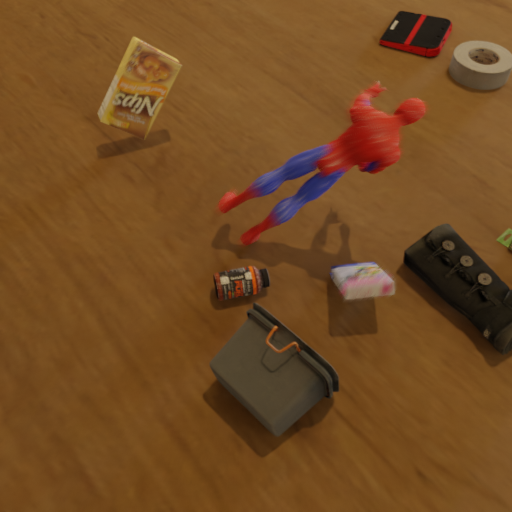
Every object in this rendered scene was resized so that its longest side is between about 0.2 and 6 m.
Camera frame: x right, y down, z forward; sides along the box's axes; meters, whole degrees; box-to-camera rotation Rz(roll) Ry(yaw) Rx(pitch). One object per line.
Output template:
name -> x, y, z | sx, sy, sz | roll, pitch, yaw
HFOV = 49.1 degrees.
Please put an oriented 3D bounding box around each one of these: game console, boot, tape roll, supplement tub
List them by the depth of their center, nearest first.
supplement tub -> -0.223, 0.411, 8.749 | 0.844, 0.451, 0.451 | -11, 52, -8
boot -> 3.628, 0.288, 8.756 | 1.768, 0.704, 2.145 | -24, 50, -21
tape roll -> 5.058, -4.302, 12.603 | 1.320, 0.436, 1.320 | 0, 50, 0
game console -> 3.928, -5.437, 13.691 | 1.442, 0.253, 1.630 | 19, 53, 19

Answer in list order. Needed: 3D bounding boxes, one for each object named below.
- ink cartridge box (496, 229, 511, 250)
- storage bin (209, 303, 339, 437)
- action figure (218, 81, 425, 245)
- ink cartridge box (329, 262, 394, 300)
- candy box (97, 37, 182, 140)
ink cartridge box -> 4.541, -0.213, 9.385 | 0.436, 0.249, 0.839 | -37, 60, -26
storage bin -> 0.175, 1.552, 7.487 | 1.573, 1.145, 1.057 | 38, 70, 26
action figure -> 1.150, -1.536, 8.880 | 1.121, 3.435, 1.700 | 55, 33, -10
ink cartridge box -> 1.576, 0.336, 8.552 | 0.717, 0.252, 1.202 | -5, 14, -3
candy box -> -2.222, -3.148, 10.630 | 0.945, 1.637, 0.453 | 19, 23, -33
